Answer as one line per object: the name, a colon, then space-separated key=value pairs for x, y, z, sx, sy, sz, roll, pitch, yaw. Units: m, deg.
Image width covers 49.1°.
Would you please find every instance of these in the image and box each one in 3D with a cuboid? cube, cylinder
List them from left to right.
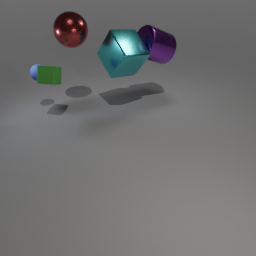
cube: x=-3.073 y=-2.078 z=10.964 sx=0.700 sy=0.700 sz=0.700 roll=6 pitch=11 yaw=10
cube: x=-0.204 y=-3.126 z=11.797 sx=1.400 sy=1.400 sz=1.400 roll=-16 pitch=70 yaw=-38
cylinder: x=1.186 y=-3.677 z=12.443 sx=1.400 sy=1.400 sz=1.400 roll=6 pitch=22 yaw=-39

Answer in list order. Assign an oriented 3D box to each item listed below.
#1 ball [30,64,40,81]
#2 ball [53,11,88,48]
ball: x=-3.772 y=-2.333 z=11.834 sx=0.700 sy=0.700 sz=0.700 roll=0 pitch=31 yaw=0
ball: x=-2.321 y=-3.982 z=11.370 sx=1.400 sy=1.400 sz=1.400 roll=0 pitch=31 yaw=0
